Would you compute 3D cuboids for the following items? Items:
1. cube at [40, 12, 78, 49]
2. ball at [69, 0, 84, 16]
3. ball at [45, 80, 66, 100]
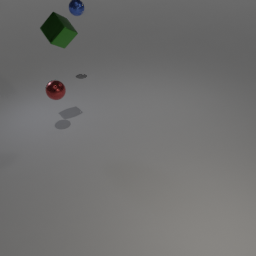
[{"bbox_3d":[-2.161,-3.048,8.782,0.700,0.700,0.700,54,21,13],"label":"cube"},{"bbox_3d":[-2.296,-5.367,12.498,0.700,0.700,0.700,0,33,0],"label":"ball"},{"bbox_3d":[-2.560,-1.338,9.917,0.700,0.700,0.700,0,33,0],"label":"ball"}]
